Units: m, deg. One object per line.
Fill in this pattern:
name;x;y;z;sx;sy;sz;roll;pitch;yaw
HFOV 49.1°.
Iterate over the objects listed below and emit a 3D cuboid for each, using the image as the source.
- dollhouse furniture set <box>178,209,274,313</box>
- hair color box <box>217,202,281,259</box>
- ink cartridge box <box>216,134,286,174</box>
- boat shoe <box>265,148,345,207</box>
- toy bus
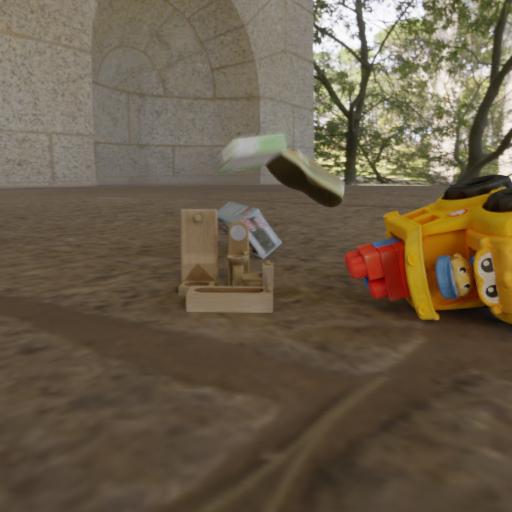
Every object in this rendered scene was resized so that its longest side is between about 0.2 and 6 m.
dollhouse furniture set;-0.446;0.013;7.549;1.365;1.169;1.435;0;9;1
hair color box;-0.225;-0.557;11.445;0.529;0.864;1.745;-41;21;-10
ink cartridge box;-0.148;-1.836;10.162;0.973;0.320;1.336;-12;0;-20
boat shoe;1.251;-2.159;14.317;2.423;0.762;0.884;28;-35;-16
toy bus;2.274;0.067;6.694;2.265;1.601;2.359;-13;12;1
